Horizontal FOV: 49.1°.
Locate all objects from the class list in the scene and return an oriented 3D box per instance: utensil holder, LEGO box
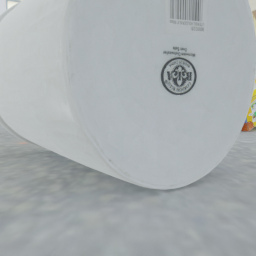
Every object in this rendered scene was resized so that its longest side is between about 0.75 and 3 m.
[{"bbox_3d":[-0.314,-0.665,3.403,2.345,2.345,2.760,-4,9,-35],"label":"utensil holder"},{"bbox_3d":[3.426,-0.756,8.368,2.140,0.826,1.594,-27,19,-29],"label":"LEGO box"}]
